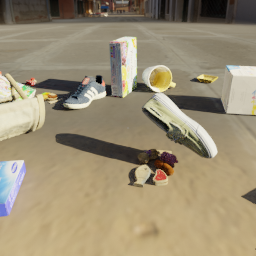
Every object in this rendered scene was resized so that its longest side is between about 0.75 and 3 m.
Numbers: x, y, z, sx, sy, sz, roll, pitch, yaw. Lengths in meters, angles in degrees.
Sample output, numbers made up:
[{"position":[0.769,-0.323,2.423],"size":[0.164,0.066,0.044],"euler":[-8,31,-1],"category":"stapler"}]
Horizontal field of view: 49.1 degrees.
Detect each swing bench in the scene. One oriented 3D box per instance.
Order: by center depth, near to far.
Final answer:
[{"position":[-4.339,-0.399,8.847],"size":[2.519,1.643,2.533],"euler":[-22,38,-38],"category":"swing bench"}]

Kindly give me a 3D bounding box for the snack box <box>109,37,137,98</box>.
[{"position":[-0.178,-2.808,12.820],"size":[0.638,2.410,1.714],"euler":[9,28,21],"category":"snack box"}]

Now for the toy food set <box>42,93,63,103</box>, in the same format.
[{"position":[-3.492,-1.409,12.437],"size":[1.136,0.228,0.784],"euler":[21,33,37],"category":"toy food set"}]

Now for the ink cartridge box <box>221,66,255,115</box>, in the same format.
[{"position":[5.155,-1.486,11.030],"size":[2.512,1.573,1.615],"euler":[3,26,8],"category":"ink cartridge box"}]

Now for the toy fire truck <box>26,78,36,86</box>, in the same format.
[{"position":[-4.973,-2.398,14.537],"size":[0.779,0.190,0.549],"euler":[21,33,37],"category":"toy fire truck"}]

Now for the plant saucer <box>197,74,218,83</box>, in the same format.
[{"position":[4.234,-2.604,14.940],"size":[0.893,0.216,0.893],"euler":[17,30,33],"category":"plant saucer"}]

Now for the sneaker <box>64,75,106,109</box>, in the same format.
[{"position":[-1.845,-1.619,11.908],"size":[0.949,1.070,2.532],"euler":[12,29,24],"category":"sneaker"}]

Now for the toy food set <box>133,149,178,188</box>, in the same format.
[{"position":[0.776,0.953,7.473],"size":[1.140,0.282,1.793],"euler":[3,26,6],"category":"toy food set"}]

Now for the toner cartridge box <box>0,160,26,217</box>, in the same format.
[{"position":[-2.986,1.364,6.528],"size":[0.795,0.361,1.673],"euler":[-3,26,-6],"category":"toner cartridge box"}]

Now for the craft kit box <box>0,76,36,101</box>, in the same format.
[{"position":[-5.035,-1.503,11.661],"size":[1.840,0.446,1.817],"euler":[22,27,-10],"category":"craft kit box"}]

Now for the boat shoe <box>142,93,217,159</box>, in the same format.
[{"position":[1.292,0.039,7.337],"size":[0.705,0.818,2.272],"euler":[-39,69,-15],"category":"boat shoe"}]

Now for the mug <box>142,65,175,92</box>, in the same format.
[{"position":[1.377,-2.342,13.684],"size":[1.234,1.541,1.265],"euler":[-40,25,-6],"category":"mug"}]
